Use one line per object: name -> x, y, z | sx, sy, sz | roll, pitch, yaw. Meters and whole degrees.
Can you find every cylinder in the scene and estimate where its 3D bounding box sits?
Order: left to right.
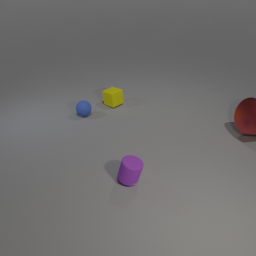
cylinder -> 0.071, 1.334, 8.830 | 0.700, 0.700, 0.700 | 12, 32, -7
cylinder -> 5.131, -0.405, 10.841 | 1.400, 1.400, 1.400 | 5, 27, -25

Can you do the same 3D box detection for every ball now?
ball -> -1.992, -0.894, 12.596 | 0.700, 0.700, 0.700 | 0, 31, 0

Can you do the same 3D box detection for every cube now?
cube -> -0.722, -1.495, 13.528 | 0.700, 0.700, 0.700 | 22, 40, 40
